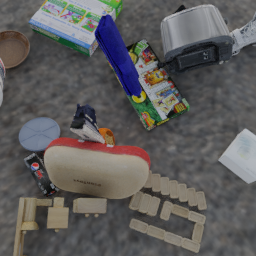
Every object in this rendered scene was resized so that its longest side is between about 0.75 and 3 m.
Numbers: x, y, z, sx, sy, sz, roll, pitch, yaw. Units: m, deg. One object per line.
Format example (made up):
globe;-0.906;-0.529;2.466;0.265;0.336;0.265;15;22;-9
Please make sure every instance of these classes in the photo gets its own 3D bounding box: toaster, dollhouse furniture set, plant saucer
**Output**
toaster;2.041;-2.816;9.061;2.498;1.419;1.613;-13;66;14
dollhouse furniture set;-1.735;2.642;7.052;2.036;1.936;1.659;5;73;-14
plant saucer;-4.135;-2.660;9.681;1.551;0.284;1.551;0;71;0

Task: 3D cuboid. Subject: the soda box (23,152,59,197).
soda box;-2.514;1.347;8.121;0.407;0.454;1.284;-33;73;-11

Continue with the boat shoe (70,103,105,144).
boat shoe;-0.917;-0.058;7.069;0.575;1.540;0.714;6;72;14

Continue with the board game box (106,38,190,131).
board game box;0.593;-1.493;9.172;1.553;0.348;2.965;-28;71;-5

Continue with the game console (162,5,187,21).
game console;1.782;-3.698;9.837;0.538;0.781;0.906;-29;86;-34

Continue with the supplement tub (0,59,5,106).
supplement tub;-4.403;-1.220;7.784;1.745;1.745;2.487;-20;38;-7

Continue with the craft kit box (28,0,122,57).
craft kit box;-1.830;-4.059;10.063;2.466;0.598;2.435;27;75;9

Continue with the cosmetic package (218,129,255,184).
cosmetic package;3.483;0.825;8.201;1.095;0.675;1.099;39;76;13

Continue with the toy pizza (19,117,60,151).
toy pizza;-2.702;0.201;8.603;1.237;0.196;1.237;1;55;-1

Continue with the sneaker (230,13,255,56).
sneaker;3.962;-3.217;9.348;2.221;1.277;0.835;-16;71;-6

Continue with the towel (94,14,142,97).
towel;-0.276;-2.035;7.959;0.530;2.141;1.581;-22;30;11

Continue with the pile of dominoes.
pile of dominoes;1.138;2.310;7.947;2.153;0.343;1.678;21;69;0

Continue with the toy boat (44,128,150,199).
toy boat;-0.765;0.768;7.747;2.796;1.825;1.827;9;49;4
